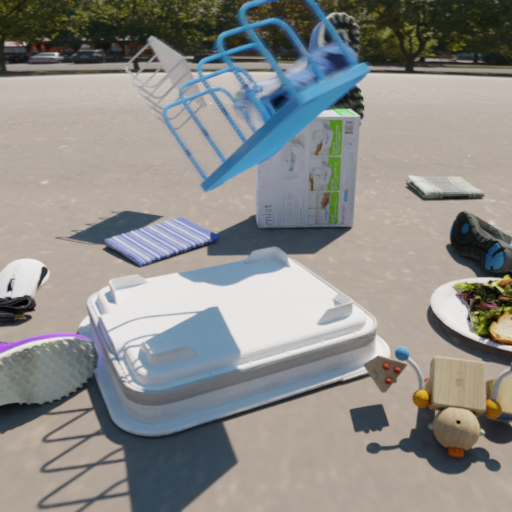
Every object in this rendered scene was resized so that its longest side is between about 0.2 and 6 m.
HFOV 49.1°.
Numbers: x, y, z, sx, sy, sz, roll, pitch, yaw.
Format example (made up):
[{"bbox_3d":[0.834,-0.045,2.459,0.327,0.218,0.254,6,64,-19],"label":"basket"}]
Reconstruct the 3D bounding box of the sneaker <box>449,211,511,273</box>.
[{"bbox_3d":[4.204,-0.189,10.169,0.808,0.722,1.972,11,26,-15],"label":"sneaker"}]

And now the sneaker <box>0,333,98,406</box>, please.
[{"bbox_3d":[-3.024,1.249,6.426,2.254,0.784,1.121,-14,26,-29],"label":"sneaker"}]

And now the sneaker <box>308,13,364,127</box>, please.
[{"bbox_3d":[1.690,-3.857,12.743,1.164,2.963,1.321,-5,16,-17],"label":"sneaker"}]

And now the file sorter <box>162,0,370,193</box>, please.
[{"bbox_3d":[-0.001,-1.876,6.494,1.357,1.200,1.956,-37,3,-41],"label":"file sorter"}]

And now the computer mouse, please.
[{"bbox_3d":[-3.821,0.441,8.808,1.054,0.422,1.922,-3,23,-4],"label":"computer mouse"}]

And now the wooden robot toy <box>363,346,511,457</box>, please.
[{"bbox_3d":[2.188,1.645,5.867,2.174,0.958,0.987,5,59,11],"label":"wooden robot toy"}]

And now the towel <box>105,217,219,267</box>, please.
[{"bbox_3d":[-1.809,-0.285,10.893,1.863,0.222,1.349,-22,33,-38],"label":"towel"}]

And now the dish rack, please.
[{"bbox_3d":[-0.389,0.805,7.537,3.647,0.794,3.130,-12,26,-24],"label":"dish rack"}]

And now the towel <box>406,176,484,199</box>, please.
[{"bbox_3d":[4.783,-1.804,14.316,1.569,0.281,1.629,-1,22,-3],"label":"towel"}]

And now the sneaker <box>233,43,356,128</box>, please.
[{"bbox_3d":[0.736,-2.624,8.916,2.155,0.797,0.886,-31,37,-5],"label":"sneaker"}]

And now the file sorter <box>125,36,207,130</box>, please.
[{"bbox_3d":[-2.001,-3.737,12.347,1.099,1.583,0.986,39,81,25],"label":"file sorter"}]

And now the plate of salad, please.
[{"bbox_3d":[3.689,0.708,8.026,2.276,0.547,2.276,-1,23,0],"label":"plate of salad"}]

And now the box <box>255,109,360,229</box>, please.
[{"bbox_3d":[1.005,-1.817,11.715,2.053,2.326,1.125,-2,22,-1],"label":"box"}]
